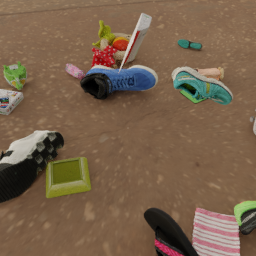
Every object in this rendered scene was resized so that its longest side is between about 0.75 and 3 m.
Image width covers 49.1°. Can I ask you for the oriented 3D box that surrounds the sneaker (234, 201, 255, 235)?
[{"bbox_3d":[3.621,2.277,6.629,2.198,0.844,0.921,4,67,2],"label":"sneaker"}]

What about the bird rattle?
[{"bbox_3d":[-0.617,-3.722,12.674,2.149,1.485,2.636,-3,44,-8],"label":"bird rattle"}]

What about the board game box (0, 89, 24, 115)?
[{"bbox_3d":[-4.999,-1.052,10.521,1.734,0.300,1.094,10,43,11],"label":"board game box"}]

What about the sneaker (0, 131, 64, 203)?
[{"bbox_3d":[-3.113,0.998,7.897,1.193,0.999,2.696,11,39,32],"label":"sneaker"}]

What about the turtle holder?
[{"bbox_3d":[-4.418,-2.053,11.242,1.163,0.826,0.884,27,47,25],"label":"turtle holder"}]

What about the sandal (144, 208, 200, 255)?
[{"bbox_3d":[1.078,2.776,5.790,0.616,1.026,2.732,-25,50,-21],"label":"sandal"}]

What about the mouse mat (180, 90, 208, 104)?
[{"bbox_3d":[2.786,-1.391,11.101,1.215,0.046,0.978,-23,47,-22],"label":"mouse mat"}]

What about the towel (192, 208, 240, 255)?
[{"bbox_3d":[2.057,2.615,6.525,1.086,0.222,1.484,9,43,11],"label":"towel"}]

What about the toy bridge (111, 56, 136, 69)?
[{"bbox_3d":[-0.247,-3.095,12.862,0.504,0.204,1.499,29,49,29],"label":"toy bridge"}]

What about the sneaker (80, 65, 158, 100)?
[{"bbox_3d":[-0.411,-1.669,10.570,2.865,1.100,1.594,10,37,17],"label":"sneaker"}]

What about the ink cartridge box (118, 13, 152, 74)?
[{"bbox_3d":[0.179,-1.993,6.743,0.317,1.019,1.266,20,50,-9],"label":"ink cartridge box"}]

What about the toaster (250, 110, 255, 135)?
[{"bbox_3d":[4.957,-0.172,8.956,1.882,1.069,1.215,21,50,28],"label":"toaster"}]

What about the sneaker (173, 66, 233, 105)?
[{"bbox_3d":[1.449,-0.720,5.508,1.247,0.483,0.497,23,59,-3],"label":"sneaker"}]

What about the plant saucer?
[{"bbox_3d":[-1.727,1.298,7.926,1.228,0.294,1.226,-9,43,-9],"label":"plant saucer"}]

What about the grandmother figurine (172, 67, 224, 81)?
[{"bbox_3d":[2.863,-2.229,11.659,2.070,0.627,1.256,-2,14,3],"label":"grandmother figurine"}]

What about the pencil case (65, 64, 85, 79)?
[{"bbox_3d":[-2.274,-2.426,11.970,0.943,0.412,0.412,34,52,30],"label":"pencil case"}]

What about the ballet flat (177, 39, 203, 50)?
[{"bbox_3d":[3.089,-4.133,13.946,1.275,0.430,0.406,18,18,18],"label":"ballet flat"}]
